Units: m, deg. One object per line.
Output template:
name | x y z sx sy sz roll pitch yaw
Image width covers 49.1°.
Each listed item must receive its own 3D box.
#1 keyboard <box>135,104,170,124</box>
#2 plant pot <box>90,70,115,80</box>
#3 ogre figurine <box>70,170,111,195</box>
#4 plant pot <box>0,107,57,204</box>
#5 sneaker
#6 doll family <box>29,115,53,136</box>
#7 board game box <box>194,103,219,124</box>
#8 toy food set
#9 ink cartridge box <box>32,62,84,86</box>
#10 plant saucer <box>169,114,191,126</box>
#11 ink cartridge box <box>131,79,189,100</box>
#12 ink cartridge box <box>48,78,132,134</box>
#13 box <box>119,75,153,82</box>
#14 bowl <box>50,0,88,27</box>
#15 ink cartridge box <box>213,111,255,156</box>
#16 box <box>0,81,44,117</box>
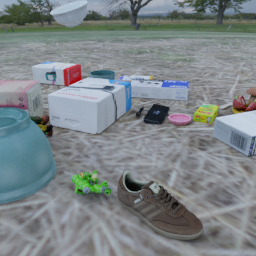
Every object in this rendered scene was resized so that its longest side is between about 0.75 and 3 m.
keyboard | 0.897 -0.566 10.585 1.137 0.184 1.789 13 25 13
plant pot | -1.232 -2.291 13.678 1.250 0.837 1.250 1 24 0
ogre figurine | -0.858 1.225 6.181 0.602 0.493 1.004 3 32 -40
plant pot | -2.948 0.444 6.573 2.314 1.551 2.314 -1 24 0
sneaker | 0.526 1.430 5.345 1.910 0.721 0.673 16 29 34
doll family | -2.704 -0.051 8.217 1.069 0.726 1.850 0 4 -19
board game box | 2.927 -0.552 10.378 0.639 0.299 1.258 12 26 26
toy food set | 4.869 -0.916 10.436 1.649 0.915 2.802 -15 28 -30
ink cartridge box | -3.531 -2.907 14.992 2.645 0.889 1.536 7 25 14
plant saucer | 1.827 -0.284 9.901 0.790 0.200 0.790 0 23 0
ink cartridge box | 1.417 -1.786 12.838 2.637 0.583 1.240 5 25 11
ink cartridge box | -1.270 -0.932 10.177 1.977 1.151 2.734 9 25 20
box | 0.414 -2.482 14.743 1.741 0.361 1.036 1 24 9
bowl | -2.105 -4.203 10.457 1.434 0.645 1.434 -11 35 8
ink cartridge box | 4.190 0.030 8.605 2.726 0.686 1.485 -9 25 -23
box | -4.376 -0.822 9.669 2.477 1.350 1.584 0 24 -1
